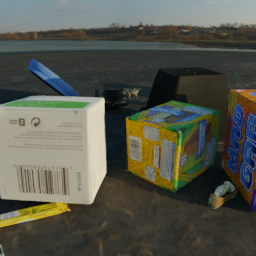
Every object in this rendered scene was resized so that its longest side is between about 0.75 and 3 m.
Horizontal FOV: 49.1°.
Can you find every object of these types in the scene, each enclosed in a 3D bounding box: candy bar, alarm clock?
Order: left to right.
[{"bbox_3d":[-2.102,1.841,5.958,1.679,0.186,0.419,-9,18,-21],"label":"candy bar"},{"bbox_3d":[-0.773,-1.450,13.804,1.692,0.835,2.509,3,5,-5],"label":"alarm clock"}]

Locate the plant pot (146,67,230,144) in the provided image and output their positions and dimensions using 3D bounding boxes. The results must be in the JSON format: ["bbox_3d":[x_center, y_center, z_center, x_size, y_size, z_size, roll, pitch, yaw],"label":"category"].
[{"bbox_3d":[2.209,-0.952,10.411,2.673,2.377,2.679,-4,20,-13],"label":"plant pot"}]

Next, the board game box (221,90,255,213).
[{"bbox_3d":[3.866,0.410,6.762,2.293,2.295,2.294,-1,20,-2],"label":"board game box"}]

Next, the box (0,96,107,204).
[{"bbox_3d":[-1.729,0.410,6.800,2.173,2.184,1.871,2,13,6],"label":"box"}]

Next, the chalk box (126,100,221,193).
[{"bbox_3d":[1.472,0.294,7.955,1.705,1.714,2.754,18,29,40],"label":"chalk box"}]

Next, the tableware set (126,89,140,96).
[{"bbox_3d":[0.096,-2.081,16.581,1.165,0.233,0.770,5,32,30],"label":"tableware set"}]

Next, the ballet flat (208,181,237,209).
[{"bbox_3d":[2.260,1.493,6.589,1.122,0.406,0.381,-16,26,-37],"label":"ballet flat"}]

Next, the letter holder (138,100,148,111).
[{"bbox_3d":[1.181,-0.929,12.613,1.578,0.794,1.122,-15,24,-34],"label":"letter holder"}]

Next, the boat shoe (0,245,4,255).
[{"bbox_3d":[-2.245,2.244,4.662,0.381,0.323,1.047,-10,22,-25],"label":"boat shoe"}]

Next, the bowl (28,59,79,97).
[{"bbox_3d":[-3.855,-2.366,14.446,2.903,0.570,2.903,36,-5,3],"label":"bowl"}]
